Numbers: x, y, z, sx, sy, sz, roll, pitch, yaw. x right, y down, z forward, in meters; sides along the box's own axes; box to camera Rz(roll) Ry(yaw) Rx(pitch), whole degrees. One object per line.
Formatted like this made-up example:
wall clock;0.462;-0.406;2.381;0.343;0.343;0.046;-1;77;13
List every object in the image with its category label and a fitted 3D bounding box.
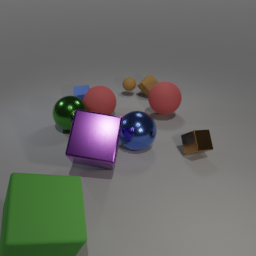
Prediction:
cube;-2.134;-1.519;13.170;0.700;0.700;0.700;-8;47;0
ball;-2.260;-0.577;11.061;1.400;1.400;1.400;0;29;0
ball;-1.195;-1.110;11.981;1.400;1.400;1.400;0;29;0
ball;1.560;-1.267;11.876;1.400;1.400;1.400;0;29;0
cube;1.018;-2.150;14.003;0.700;0.700;0.700;-47;11;-16
cube;-0.989;0.399;8.557;1.400;1.400;1.400;10;74;-1
ball;0.308;0.094;9.865;1.400;1.400;1.400;0;29;0
cube;-1.747;1.891;5.643;1.400;1.400;1.400;8;45;-25
cube;2.319;0.480;9.438;0.700;0.700;0.700;-3;-13;-29
ball;0.070;-2.222;14.174;0.700;0.700;0.700;0;29;0
